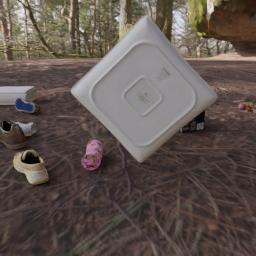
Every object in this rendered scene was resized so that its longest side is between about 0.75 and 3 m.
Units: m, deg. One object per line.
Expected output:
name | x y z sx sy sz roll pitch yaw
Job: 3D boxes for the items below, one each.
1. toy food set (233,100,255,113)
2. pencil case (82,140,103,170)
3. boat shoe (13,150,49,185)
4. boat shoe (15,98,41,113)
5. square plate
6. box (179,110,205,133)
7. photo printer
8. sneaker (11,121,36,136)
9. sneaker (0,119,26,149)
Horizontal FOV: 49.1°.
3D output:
toy food set | 5.535 -0.911 12.714 0.934 0.231 1.469 -8 27 -23
pencil case | -0.904 0.676 7.268 0.476 0.455 1.100 20 16 -6
boat shoe | -2.337 0.794 6.711 0.587 0.551 1.592 -14 22 -37
boat shoe | -4.381 -0.927 12.250 1.504 0.543 0.544 22 8 36
square plate | 0.347 -0.788 6.681 2.584 2.608 0.371 -42 9 15
box | 1.998 -0.428 10.151 0.971 0.813 1.307 -8 20 -23
photo printer | -5.866 -1.648 14.135 2.078 0.722 1.729 -1 19 0
sneaker | -3.558 0.016 9.426 0.655 0.428 1.139 -13 27 -37
sneaker | -3.827 0.048 8.708 2.036 0.769 0.717 14 22 36
